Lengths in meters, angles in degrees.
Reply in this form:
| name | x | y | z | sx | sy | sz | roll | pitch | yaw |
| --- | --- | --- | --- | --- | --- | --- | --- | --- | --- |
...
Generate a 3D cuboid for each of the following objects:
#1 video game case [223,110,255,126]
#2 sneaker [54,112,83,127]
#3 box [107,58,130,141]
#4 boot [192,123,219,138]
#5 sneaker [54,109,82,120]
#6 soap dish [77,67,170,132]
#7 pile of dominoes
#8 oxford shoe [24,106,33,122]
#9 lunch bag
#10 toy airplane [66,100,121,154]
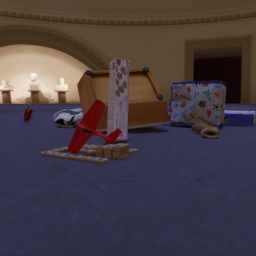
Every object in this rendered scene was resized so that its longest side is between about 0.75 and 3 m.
| name | x | y | z | sx | sy | sz | roll | pitch | yaw |
| --- | --- | --- | --- | --- | --- | --- | --- | --- | --- |
| video game case | 4.361 | -0.471 | 12.390 | 2.288 | 0.520 | 2.074 | 3 | 7 | 26 |
| sneaker | -2.053 | -0.240 | 10.787 | 1.668 | 0.622 | 0.727 | -4 | 19 | 14 |
| box | -0.256 | -0.743 | 7.414 | 0.417 | 2.155 | 0.447 | 5 | -8 | -26 |
| boot | 2.309 | 0.075 | 8.461 | 0.895 | 0.338 | 1.022 | 3 | 8 | 21 |
| sneaker | -2.480 | -0.461 | 12.144 | 1.811 | 0.666 | 1.068 | -10 | 1 | -36 |
| soap dish | -0.196 | -1.082 | 9.807 | 2.904 | 1.180 | 2.285 | -6 | 49 | -14 |
| pile of dominoes | -0.758 | 0.402 | 5.833 | 1.670 | 0.266 | 1.302 | 4 | 8 | 27 |
| oxford shoe | -4.495 | -0.612 | 12.547 | 0.294 | 0.825 | 0.299 | 2 | 43 | -48 |
| lunch bag | 2.656 | -0.934 | 10.913 | 2.081 | 1.769 | 1.289 | 3 | 2 | 28 |
| toy airplane | -0.672 | 0.108 | 5.653 | 1.272 | 1.272 | 0.234 | -3 | 29 | -27 |
